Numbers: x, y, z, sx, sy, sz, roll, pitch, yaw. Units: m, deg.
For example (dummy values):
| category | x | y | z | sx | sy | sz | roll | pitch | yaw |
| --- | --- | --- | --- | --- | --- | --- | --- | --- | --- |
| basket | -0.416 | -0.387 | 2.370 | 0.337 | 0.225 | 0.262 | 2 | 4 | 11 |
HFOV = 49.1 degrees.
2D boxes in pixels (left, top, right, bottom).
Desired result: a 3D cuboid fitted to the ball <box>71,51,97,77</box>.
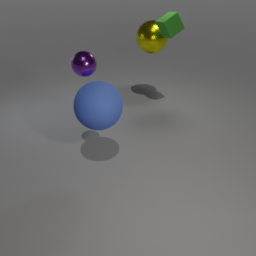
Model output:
| category | x | y | z | sx | sy | sz | roll | pitch | yaw |
| --- | --- | --- | --- | --- | --- | --- | --- | --- | --- |
| ball | -1.212 | -1.761 | 7.713 | 0.700 | 0.700 | 0.700 | 0 | 29 | 0 |

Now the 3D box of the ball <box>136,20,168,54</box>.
| category | x | y | z | sx | sy | sz | roll | pitch | yaw |
| --- | --- | --- | --- | --- | --- | --- | --- | --- | --- |
| ball | 1.057 | -3.963 | 12.235 | 1.400 | 1.400 | 1.400 | 0 | 29 | 0 |

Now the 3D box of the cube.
| category | x | y | z | sx | sy | sz | roll | pitch | yaw |
| --- | --- | --- | --- | --- | --- | --- | --- | --- | --- |
| cube | 1.621 | -3.982 | 10.824 | 0.700 | 0.700 | 0.700 | -38 | 30 | -4 |

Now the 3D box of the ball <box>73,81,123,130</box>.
| category | x | y | z | sx | sy | sz | roll | pitch | yaw |
| --- | --- | --- | --- | --- | --- | --- | --- | --- | --- |
| ball | -0.843 | -0.631 | 7.972 | 1.400 | 1.400 | 1.400 | 0 | 29 | 0 |
